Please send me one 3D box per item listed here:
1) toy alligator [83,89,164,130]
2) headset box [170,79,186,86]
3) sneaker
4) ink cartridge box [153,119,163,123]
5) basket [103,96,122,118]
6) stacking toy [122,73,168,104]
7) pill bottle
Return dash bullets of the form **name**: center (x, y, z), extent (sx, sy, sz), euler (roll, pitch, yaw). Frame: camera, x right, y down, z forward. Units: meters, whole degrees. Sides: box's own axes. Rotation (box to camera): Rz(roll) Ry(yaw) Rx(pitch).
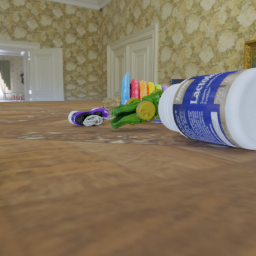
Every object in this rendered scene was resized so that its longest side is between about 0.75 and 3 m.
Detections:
- **toy alligator**: center (0.273, -0.403, 7.532), extent (2.998, 0.720, 0.994), euler (-21, 19, -16)
- **headset box**: center (2.097, -1.196, 11.418), extent (0.807, 1.556, 2.090), euler (0, 6, 5)
- **sneaker**: center (-1.045, -0.297, 8.659), extent (0.720, 0.503, 1.447), euler (14, 19, 43)
- **ink cartridge box**: center (1.890, -0.366, 9.552), extent (1.663, 0.364, 1.678), euler (5, 10, 32)
- **basket**: center (-0.354, -0.861, 11.481), extent (0.915, 0.876, 1.228), euler (-7, 10, -38)
- **stacking toy**: center (1.030, -1.085, 10.050), extent (2.507, 1.455, 1.376), euler (1, 39, -1)
- **pill bottle**: center (1.656, -0.379, 5.458), extent (1.339, 1.339, 2.314), euler (-3, 5, -26)
